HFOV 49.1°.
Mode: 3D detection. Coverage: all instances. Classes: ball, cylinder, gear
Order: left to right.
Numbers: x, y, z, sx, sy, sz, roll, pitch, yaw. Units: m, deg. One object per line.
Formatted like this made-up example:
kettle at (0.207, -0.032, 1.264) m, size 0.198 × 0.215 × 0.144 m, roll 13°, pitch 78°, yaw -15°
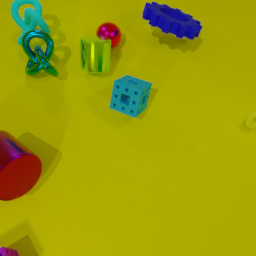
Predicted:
cylinder at (-3.078, 0.915, 7.013) m, size 1.320 × 1.320 × 1.320 m, roll 30°, pitch 67°, yaw 30°
cylinder at (-1.012, -2.309, 8.717) m, size 0.944 × 0.944 × 0.944 m, roll 3°, pitch 30°, yaw -2°
ball at (-0.645, -3.076, 9.325) m, size 0.859 × 0.859 × 0.859 m, roll 0°, pitch 65°, yaw 0°
gear at (1.389, -3.402, 8.820) m, size 1.884 × 0.348 × 1.884 m, roll 14°, pitch 37°, yaw -11°

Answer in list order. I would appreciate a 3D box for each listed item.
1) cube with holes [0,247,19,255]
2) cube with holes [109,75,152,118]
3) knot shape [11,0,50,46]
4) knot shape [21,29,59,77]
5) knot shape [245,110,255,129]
cube with holes at (-2.881, 3.299, 6.313) m, size 0.782 × 0.782 × 0.782 m, roll -30°, pitch 63°, yaw -13°
cube with holes at (0.083, -0.918, 7.944) m, size 0.823 × 0.823 × 0.823 m, roll 21°, pitch 29°, yaw 17°
knot shape at (-3.106, -3.391, 9.036) m, size 1.468 × 1.569 × 0.725 m, roll 24°, pitch 24°, yaw 32°
knot shape at (-2.665, -2.113, 8.640) m, size 1.417 × 1.515 × 0.700 m, roll 46°, pitch 44°, yaw 16°
knot shape at (3.818, -0.280, 7.881) m, size 1.042 × 1.114 × 0.515 m, roll -8°, pitch 88°, yaw -5°
